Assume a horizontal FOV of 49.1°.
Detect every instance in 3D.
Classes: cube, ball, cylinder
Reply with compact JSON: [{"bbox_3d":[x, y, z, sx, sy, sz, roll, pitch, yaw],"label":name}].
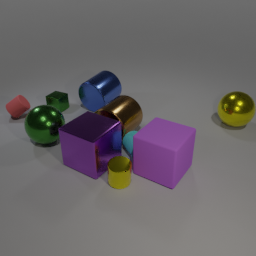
[{"bbox_3d":[-3.100,-1.147,12.346,0.700,0.700,0.700,14,34,22],"label":"cube"},{"bbox_3d":[-2.937,-0.127,9.936,1.400,1.400,1.400,0,31,0],"label":"ball"},{"bbox_3d":[-1.152,0.494,8.905,1.400,1.400,1.400,19,36,28],"label":"cube"},{"bbox_3d":[-0.377,-0.317,10.254,1.400,1.400,1.400,17,35,26],"label":"cylinder"},{"bbox_3d":[-0.246,1.296,8.178,0.700,0.700,0.700,1,37,-1],"label":"cylinder"},{"bbox_3d":[-4.539,-0.898,11.576,0.700,0.700,0.700,-35,31,9],"label":"cylinder"},{"bbox_3d":[4.230,-0.737,10.954,1.400,1.400,1.400,0,31,0],"label":"ball"},{"bbox_3d":[1.096,0.708,8.528,1.400,1.400,1.400,18,35,29],"label":"cube"},{"bbox_3d":[0.267,0.558,9.469,0.700,0.700,0.700,-13,34,-21],"label":"cylinder"},{"bbox_3d":[-1.216,-1.628,12.333,1.400,1.400,1.400,17,40,26],"label":"cylinder"}]
